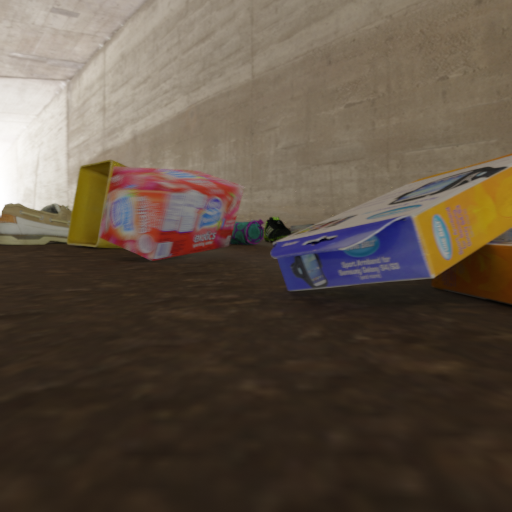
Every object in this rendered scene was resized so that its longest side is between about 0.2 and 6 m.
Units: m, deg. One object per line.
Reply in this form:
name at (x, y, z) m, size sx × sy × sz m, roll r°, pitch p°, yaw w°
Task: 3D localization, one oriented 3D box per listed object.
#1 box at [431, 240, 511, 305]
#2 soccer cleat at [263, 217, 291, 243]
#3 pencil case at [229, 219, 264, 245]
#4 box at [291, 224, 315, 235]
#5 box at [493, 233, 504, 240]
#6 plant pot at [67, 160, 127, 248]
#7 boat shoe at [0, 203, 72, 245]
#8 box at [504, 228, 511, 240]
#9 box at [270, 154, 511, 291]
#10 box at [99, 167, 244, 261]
box at (2.495, 0.131, 4.061) m, size 1.439 × 0.501 × 2.417 m, roll -1°, pitch 1°, yaw -10°
soccer cleat at (0.585, -0.757, 16.112) m, size 0.617 × 0.741 × 1.829 m, roll -1°, pitch 4°, yaw -16°
pencil case at (-0.483, -0.647, 14.742) m, size 1.543 × 0.713 × 0.657 m, roll 7°, pitch -34°, yaw 50°
box at (2.376, -0.373, 11.068) m, size 2.889 × 0.576 × 1.978 m, roll -1°, pitch 1°, yaw -19°
box at (5.140, -0.956, 10.347) m, size 2.346 × 0.483 × 1.829 m, roll -41°, pitch -16°, yaw 26°
plant pot at (-3.201, -1.057, 13.327) m, size 1.714 × 1.943 × 1.943 m, roll 11°, pitch -4°, yaw -38°
boat shoe at (-5.441, -0.893, 15.368) m, size 1.202 × 1.100 × 3.216 m, roll 2°, pitch 4°, yaw 32°
box at (4.532, -0.380, 8.222) m, size 1.630 × 0.917 × 0.826 m, roll 0°, pitch 7°, yaw 26°
box at (1.371, -0.295, 4.856) m, size 2.589 × 0.537 × 1.541 m, roll -26°, pitch 9°, yaw -36°
box at (-1.324, -0.760, 9.331) m, size 1.131 × 1.181 × 2.368 m, roll 23°, pitch 16°, yaw 23°
